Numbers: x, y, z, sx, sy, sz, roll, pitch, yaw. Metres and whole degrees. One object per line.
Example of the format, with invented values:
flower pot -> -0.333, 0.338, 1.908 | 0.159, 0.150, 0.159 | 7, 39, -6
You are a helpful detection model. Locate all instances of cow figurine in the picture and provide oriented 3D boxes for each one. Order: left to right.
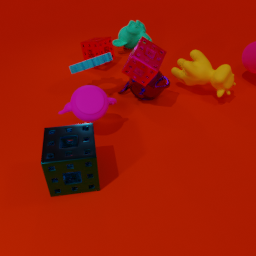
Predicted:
cow figurine -> 2.355, -1.603, 8.641 | 1.653, 1.680, 0.922 | 38, 74, -13

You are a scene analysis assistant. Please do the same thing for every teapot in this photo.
teapot -> -1.031, -0.573, 7.169 | 1.524, 0.746, 0.947 | -10, 77, -11
teapot -> 0.490, -1.313, 8.604 | 1.868, 1.161, 0.914 | 1, 56, 39

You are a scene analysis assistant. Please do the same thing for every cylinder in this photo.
cylinder -> 4.302, -2.273, 8.782 | 1.024, 1.024, 1.024 | -5, 6, -6

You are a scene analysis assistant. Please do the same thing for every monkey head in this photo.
monkey head -> 0.293, -3.582, 11.271 | 1.819, 1.096, 1.309 | -25, 73, -44

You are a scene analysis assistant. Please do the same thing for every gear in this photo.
gear -> -1.118, -1.965, 8.481 | 1.298, 0.240, 1.298 | -18, 15, 5

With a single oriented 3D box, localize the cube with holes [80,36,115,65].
cube with holes -> -1.094, -2.827, 10.246 | 0.819, 0.819, 0.819 | 9, 31, 34

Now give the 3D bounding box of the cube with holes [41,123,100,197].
cube with holes -> -1.227, 0.688, 6.166 | 1.078, 1.078, 1.078 | -6, 41, -7

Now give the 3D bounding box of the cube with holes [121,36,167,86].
cube with holes -> 0.426, -1.786, 7.577 | 0.781, 0.781, 0.781 | 30, 61, -10
